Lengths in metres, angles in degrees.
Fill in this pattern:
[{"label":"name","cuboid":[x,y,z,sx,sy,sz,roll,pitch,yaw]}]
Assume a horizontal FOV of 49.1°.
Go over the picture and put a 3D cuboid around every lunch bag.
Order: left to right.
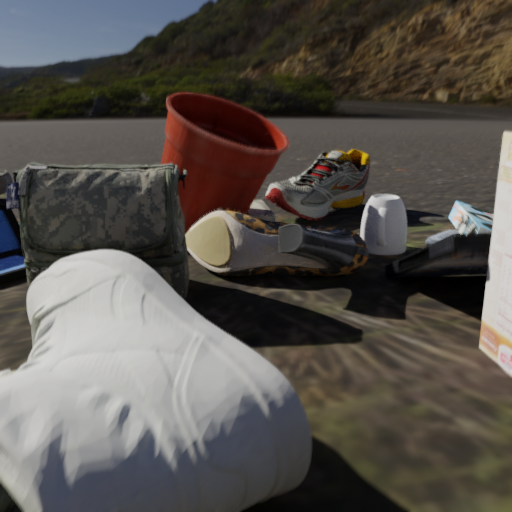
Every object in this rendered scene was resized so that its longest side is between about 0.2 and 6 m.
[{"label":"lunch bag","cuboid":[-1.696,-0.278,6.333,1.861,1.561,1.297,-1,17,-4]}]

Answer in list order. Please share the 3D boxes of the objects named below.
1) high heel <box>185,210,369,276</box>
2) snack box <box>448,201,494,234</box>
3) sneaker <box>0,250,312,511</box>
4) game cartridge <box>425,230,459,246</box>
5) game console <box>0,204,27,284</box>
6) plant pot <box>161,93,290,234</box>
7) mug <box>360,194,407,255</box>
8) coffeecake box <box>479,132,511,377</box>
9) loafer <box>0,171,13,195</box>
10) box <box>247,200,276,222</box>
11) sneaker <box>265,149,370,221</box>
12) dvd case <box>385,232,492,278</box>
[{"label":"high heel","cuboid":[0.244,-0.074,7.573,2.386,0.852,1.701,2,-6,44]},{"label":"snack box","cuboid":[3.484,-0.320,8.124,1.052,0.336,1.811,21,19,3]},{"label":"sneaker","cuboid":[-1.344,0.761,3.633,1.786,1.138,3.090,-10,20,-40]},{"label":"game cartridge","cuboid":[3.084,-0.237,8.695,0.565,0.171,0.847,11,20,44]},{"label":"game console","cuboid":[-3.454,-0.155,7.322,1.172,0.776,1.333,11,20,32]},{"label":"plant pot","cuboid":[-0.680,-1.202,8.407,1.858,1.807,1.858,17,29,-10]},{"label":"mug","cuboid":[1.876,-0.452,8.255,0.681,0.809,0.923,5,17,17]},{"label":"coffeecake box","cuboid":[2.851,-0.017,4.700,1.532,1.996,0.729,-2,17,-6]},{"label":"loafer","cuboid":[-6.789,-1.613,11.582,3.207,1.119,1.121,-7,18,-21]},{"label":"box","cuboid":[0.008,-0.566,9.194,0.420,0.504,1.227,-3,18,-9]},{"label":"sneaker","cuboid":[1.201,-1.462,10.623,1.080,1.139,2.774,31,34,30]},{"label":"dvd case","cuboid":[2.493,0.010,6.168,1.591,0.196,2.229,-2,-8,-3]}]
